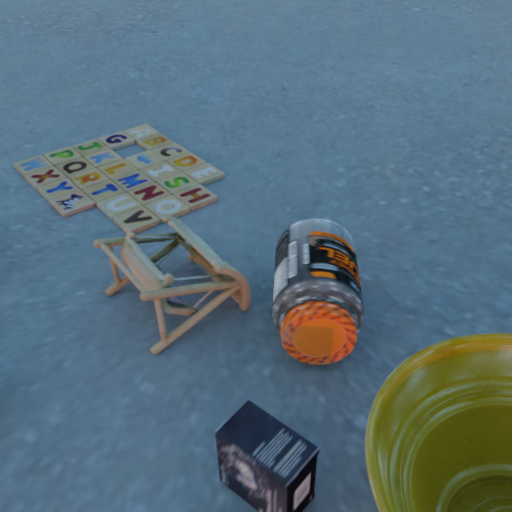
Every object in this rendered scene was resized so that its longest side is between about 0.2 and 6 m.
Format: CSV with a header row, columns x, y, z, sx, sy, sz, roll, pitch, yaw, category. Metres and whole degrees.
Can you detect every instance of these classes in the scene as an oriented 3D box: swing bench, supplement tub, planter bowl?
x,y,z,sx,sy,sz,roll,pitch,yaw,category
-1.097,0.243,7.477,1.519,0.985,1.511,-24,42,-27,swing bench
0.769,0.420,7.112,1.110,1.110,1.812,2,37,2,supplement tub
2.375,2.152,4.684,3.045,1.268,3.045,0,36,0,planter bowl

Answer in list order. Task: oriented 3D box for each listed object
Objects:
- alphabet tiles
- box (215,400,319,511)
x,y,z,sx,sy,sz,roll,pitch,yaw,category
-2.462,-1.501,10.512,2.970,0.134,3.553,-26,43,-30,alphabet tiles
0.095,1.974,5.276,0.852,0.838,0.501,27,46,32,box
